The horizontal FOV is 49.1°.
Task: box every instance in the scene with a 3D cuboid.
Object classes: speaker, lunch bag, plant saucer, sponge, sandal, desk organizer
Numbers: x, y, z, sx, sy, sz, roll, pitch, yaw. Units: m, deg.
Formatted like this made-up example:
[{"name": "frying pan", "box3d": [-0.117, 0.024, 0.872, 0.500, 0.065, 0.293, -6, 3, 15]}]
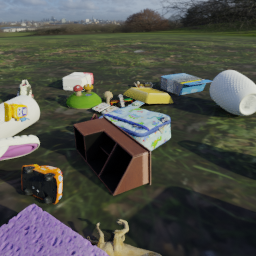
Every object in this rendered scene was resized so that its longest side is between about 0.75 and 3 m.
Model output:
[{"name": "speaker", "box3d": [-4.188, -0.189, 9.314, 1.160, 1.160, 2.856, 7, 25, 15]}, {"name": "lunch bag", "box3d": [0.202, -0.004, 9.264, 1.754, 0.900, 2.182, -25, 32, -39]}, {"name": "plant saucer", "box3d": [0.961, -1.545, 12.987, 1.747, 0.423, 1.747, -4, 21, -40]}, {"name": "sponge", "box3d": [-1.326, 2.208, 4.491, 2.417, 0.360, 1.348, 17, 40, 35]}, {"name": "sandal", "box3d": [-3.633, 0.864, 7.332, 2.957, 1.203, 0.727, -19, 71, -39]}, {"name": "desk organizer", "box3d": [-0.535, 0.628, 7.685, 1.049, 0.977, 2.726, -15, 27, -25]}]

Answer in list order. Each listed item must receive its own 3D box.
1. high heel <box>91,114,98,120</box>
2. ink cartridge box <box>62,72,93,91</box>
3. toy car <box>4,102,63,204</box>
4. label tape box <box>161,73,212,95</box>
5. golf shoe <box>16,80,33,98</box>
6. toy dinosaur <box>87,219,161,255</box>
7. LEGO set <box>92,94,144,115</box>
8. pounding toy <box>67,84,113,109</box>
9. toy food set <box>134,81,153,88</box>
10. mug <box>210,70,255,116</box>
[{"name": "high heel", "box3d": [-1.202, -0.052, 9.759, 0.385, 0.548, 1.141, -3, 24, -7]}, {"name": "ink cartridge box", "box3d": [-2.749, -2.589, 15.503, 1.152, 0.651, 1.573, 6, 24, 14]}, {"name": "toy car", "box3d": [-2.034, 0.503, 6.590, 1.195, 2.437, 0.811, -7, 5, 30]}, {"name": "label tape box", "box3d": [3.021, -2.224, 14.555, 1.657, 0.727, 2.297, -13, 27, -27]}, {"name": "golf shoe", "box3d": [-4.714, -1.468, 12.589, 0.832, 0.950, 2.156, -6, 25, -16]}, {"name": "toy dinosaur", "box3d": [-0.193, 2.135, 5.013, 1.672, 0.487, 0.846, -5, 37, 8]}, {"name": "LEGO set", "box3d": [-0.221, -0.902, 12.148, 1.614, 0.530, 2.161, 21, 41, 35]}, {"name": "pounding toy", "box3d": [-1.779, -1.541, 12.692, 2.064, 0.958, 1.593, 0, 24, 2]}, {"name": "toy food set", "box3d": [0.865, -2.434, 15.605, 0.958, 0.290, 0.688, -4, 24, -10]}, {"name": "mug", "box3d": [4.736, -1.285, 11.600, 2.124, 1.568, 1.862, 16, 24, -21]}]
